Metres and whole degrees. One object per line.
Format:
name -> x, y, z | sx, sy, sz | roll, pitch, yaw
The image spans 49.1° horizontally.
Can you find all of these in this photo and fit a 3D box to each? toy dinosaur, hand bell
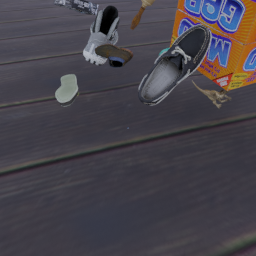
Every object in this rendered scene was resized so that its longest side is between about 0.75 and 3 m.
toy dinosaur -> 2.278, -0.877, 7.514 | 1.402, 0.408, 0.709 | 4, 32, -34
hand bell -> 0.514, -4.173, 9.873 | 0.791, 1.519, 0.791 | 27, 18, -10

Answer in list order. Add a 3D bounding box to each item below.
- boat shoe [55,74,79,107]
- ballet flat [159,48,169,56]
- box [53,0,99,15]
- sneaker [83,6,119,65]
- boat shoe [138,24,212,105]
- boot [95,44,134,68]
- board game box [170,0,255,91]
boat shoe -> -1.500, -0.893, 7.157 | 0.541, 0.457, 1.518 | -8, 33, -1
ballet flat -> 1.584, -2.557, 9.432 | 0.475, 0.455, 1.351 | 9, 33, 40
box -> -1.856, -4.344, 9.851 | 1.166, 0.368, 1.479 | 5, 20, -32
sneaker -> -0.677, -3.543, 9.615 | 1.072, 1.651, 2.858 | 18, 46, -13
boat shoe -> 1.009, -1.395, 6.206 | 0.806, 2.181, 0.658 | 46, 11, 5
boot -> -0.488, -2.003, 7.793 | 1.178, 0.440, 0.571 | 11, 48, 19
board game box -> 3.060, -2.929, 7.576 | 2.522, 2.521, 2.520 | -17, 45, -25
